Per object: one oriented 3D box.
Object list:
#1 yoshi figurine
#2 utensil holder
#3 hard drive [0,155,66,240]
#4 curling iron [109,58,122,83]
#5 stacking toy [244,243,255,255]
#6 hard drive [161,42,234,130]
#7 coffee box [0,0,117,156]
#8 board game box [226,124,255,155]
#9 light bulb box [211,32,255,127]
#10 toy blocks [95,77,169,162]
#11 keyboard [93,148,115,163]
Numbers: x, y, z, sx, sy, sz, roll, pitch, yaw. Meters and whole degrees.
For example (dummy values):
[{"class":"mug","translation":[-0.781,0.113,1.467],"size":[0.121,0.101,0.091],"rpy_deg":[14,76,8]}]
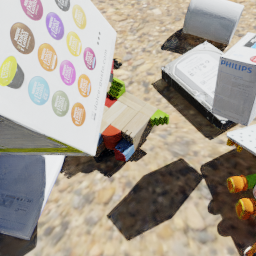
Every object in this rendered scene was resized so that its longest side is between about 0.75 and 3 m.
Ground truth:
[{"class":"yoshi figurine","translation":[3.638,1.461,6.637],"size":[2.333,1.311,1.306],"rpy_deg":[-13,18,5]},{"class":"utensil holder","translation":[3.240,-4.149,10.689],"size":[1.829,1.555,1.555],"rpy_deg":[23,55,14]},{"class":"hard drive","translation":[-2.706,1.332,7.027],"size":[1.661,0.319,2.518],"rpy_deg":[10,52,8]},{"class":"curling iron","translation":[-0.501,-1.871,9.678],"size":[0.410,0.211,1.655],"rpy_deg":[8,52,5]},{"class":"stacking toy","translation":[3.117,2.114,5.255],"size":[1.350,1.848,1.350],"rpy_deg":[12,17,-4]},{"class":"hard drive","translation":[2.711,-1.457,8.940],"size":[2.032,0.550,2.908],"rpy_deg":[-32,58,-12]},{"class":"coffee box","translation":[-2.302,-1.173,5.272],"size":[2.886,2.854,2.881],"rpy_deg":[-2,71,27]},{"class":"board game box","translation":[4.265,0.601,6.780],"size":[2.680,0.347,2.681],"rpy_deg":[-13,33,-26]},{"class":"light bulb box","translation":[2.537,-1.051,5.923],"size":[0.876,1.404,1.392],"rpy_deg":[26,49,31]},{"class":"toy blocks","translation":[-0.629,-0.148,7.655],"size":[2.893,1.445,1.977],"rpy_deg":[32,65,24]},{"class":"keyboard","translation":[-0.786,0.252,7.994],"size":[0.903,0.193,1.503],"rpy_deg":[-23,56,-18]}]
